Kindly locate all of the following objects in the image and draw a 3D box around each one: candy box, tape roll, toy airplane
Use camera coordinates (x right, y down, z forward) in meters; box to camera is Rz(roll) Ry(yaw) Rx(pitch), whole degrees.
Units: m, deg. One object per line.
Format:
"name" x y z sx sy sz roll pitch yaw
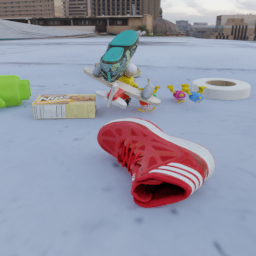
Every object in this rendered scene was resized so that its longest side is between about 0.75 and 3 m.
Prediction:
"candy box" -2.124 -0.760 9.609 2.021 0.559 1.167 -2 22 -4
"tape roll" 4.053 -1.758 12.299 2.473 0.452 2.473 0 22 0
"toy airplane" -0.205 -1.494 9.538 2.194 1.548 2.185 13 19 -37

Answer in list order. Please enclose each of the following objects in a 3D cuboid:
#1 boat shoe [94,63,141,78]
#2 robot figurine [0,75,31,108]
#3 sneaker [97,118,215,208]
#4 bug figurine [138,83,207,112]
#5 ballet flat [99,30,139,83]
"boat shoe" -0.543 -3.175 15.370 2.614 0.819 0.958 -4 22 -11
"robot figurine" -4.676 -1.384 10.417 1.973 1.141 1.731 -4 24 -10
"sneaker" 0.163 0.584 5.579 2.761 1.082 1.595 13 23 32
"bug figurine" 1.484 -1.176 10.521 2.691 0.692 2.087 -5 16 -1
"ballet flat" -0.285 -2.484 9.728 1.068 1.068 2.877 7 39 18
